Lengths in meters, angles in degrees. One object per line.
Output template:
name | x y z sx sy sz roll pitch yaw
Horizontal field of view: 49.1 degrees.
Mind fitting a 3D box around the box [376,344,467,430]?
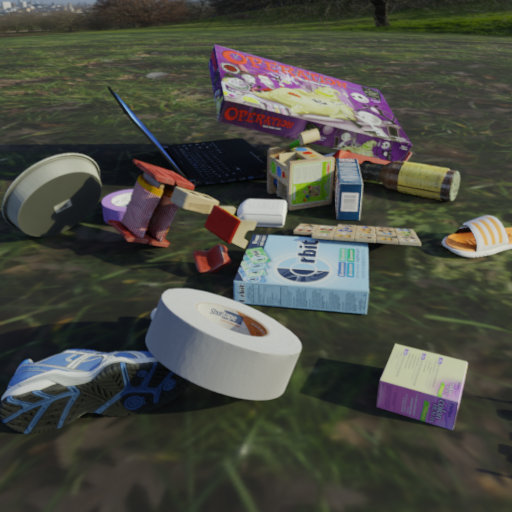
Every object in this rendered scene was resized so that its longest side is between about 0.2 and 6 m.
box | 2.026 1.570 6.829 0.909 0.440 0.800 11 30 22

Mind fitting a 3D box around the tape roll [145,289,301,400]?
tape roll | -0.391 1.034 6.861 1.824 0.603 1.824 20 9 -3

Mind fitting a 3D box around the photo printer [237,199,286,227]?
photo printer | 0.111 -0.896 11.660 0.998 0.347 0.830 2 29 6

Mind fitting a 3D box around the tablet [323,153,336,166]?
tablet | 2.414 -2.547 15.115 0.896 0.094 1.378 -20 33 -33

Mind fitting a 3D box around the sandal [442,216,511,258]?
sandal | 4.492 -0.484 10.577 2.148 0.615 0.823 -9 29 -16

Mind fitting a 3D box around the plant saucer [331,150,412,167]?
plant saucer | 3.020 -2.503 14.677 1.777 0.327 1.780 15 30 19

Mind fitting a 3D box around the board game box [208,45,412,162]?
board game box | 1.238 -3.653 13.498 4.654 0.752 2.793 8 37 -19

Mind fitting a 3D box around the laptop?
laptop | -1.604 -3.233 14.427 3.779 1.952 3.349 -10 30 -18

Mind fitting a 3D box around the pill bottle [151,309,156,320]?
pill bottle | -1.300 0.988 8.048 0.333 0.333 0.600 -14 32 -25

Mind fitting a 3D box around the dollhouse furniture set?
dollhouse furniture set | -1.371 -0.570 9.814 2.499 1.345 1.016 34 15 37

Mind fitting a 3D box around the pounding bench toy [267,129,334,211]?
pounding bench toy | 0.943 -2.110 12.499 1.074 1.728 1.348 -11 30 -20

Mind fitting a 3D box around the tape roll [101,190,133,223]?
tape roll | -2.617 -1.011 11.834 1.222 0.401 1.222 -1 27 0

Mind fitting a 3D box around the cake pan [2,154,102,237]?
cake pan | -3.762 -1.074 10.597 1.977 1.977 0.363 -25 66 -39

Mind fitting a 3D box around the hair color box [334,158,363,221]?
hair color box | 1.992 -1.482 12.245 0.509 0.842 1.683 3 27 5

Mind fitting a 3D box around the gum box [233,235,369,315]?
gum box | 0.807 0.252 9.336 2.078 0.463 1.765 4 28 8

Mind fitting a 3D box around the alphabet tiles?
alphabet tiles | 1.860 -0.434 10.482 2.224 0.084 1.859 5 11 10

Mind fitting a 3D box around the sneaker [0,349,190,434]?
sneaker | -1.867 1.412 6.701 2.207 0.835 0.850 -5 32 -13

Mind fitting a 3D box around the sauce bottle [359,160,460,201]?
sauce bottle | 3.514 -1.828 13.034 2.283 0.739 0.739 18 33 30
